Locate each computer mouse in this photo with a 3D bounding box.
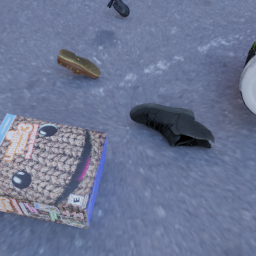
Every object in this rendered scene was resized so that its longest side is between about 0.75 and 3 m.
[{"bbox_3d":[-0.332,-4.385,10.132,0.915,0.633,0.241,44,28,6],"label":"computer mouse"}]

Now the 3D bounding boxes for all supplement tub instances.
[{"bbox_3d":[3.881,-1.535,7.064,1.756,1.756,2.867,21,39,15],"label":"supplement tub"}]

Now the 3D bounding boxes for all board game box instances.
[{"bbox_3d":[-1.705,0.875,5.868,2.226,1.078,1.775,10,54,2],"label":"board game box"}]

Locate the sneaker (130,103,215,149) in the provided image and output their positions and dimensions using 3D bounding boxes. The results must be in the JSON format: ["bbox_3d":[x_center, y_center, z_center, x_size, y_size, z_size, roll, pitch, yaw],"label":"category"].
[{"bbox_3d":[1.045,-0.007,6.897,2.015,0.605,1.051,4,50,-4],"label":"sneaker"}]

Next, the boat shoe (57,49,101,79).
[{"bbox_3d":[-1.448,-1.818,8.267,1.348,0.455,0.485,26,39,-13],"label":"boat shoe"}]
